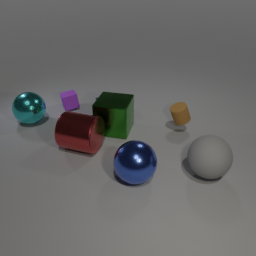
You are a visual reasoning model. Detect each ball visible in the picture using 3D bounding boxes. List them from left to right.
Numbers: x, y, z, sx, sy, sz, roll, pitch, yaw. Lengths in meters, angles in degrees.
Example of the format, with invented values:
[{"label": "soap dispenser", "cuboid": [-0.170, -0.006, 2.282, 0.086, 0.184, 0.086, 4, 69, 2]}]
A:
[{"label": "ball", "cuboid": [-4.264, -0.861, 12.102, 1.400, 1.400, 1.400, 0, 31, 0]}, {"label": "ball", "cuboid": [0.234, 1.088, 8.937, 1.400, 1.400, 1.400, 0, 31, 0]}, {"label": "ball", "cuboid": [2.606, 0.912, 8.926, 1.400, 1.400, 1.400, 0, 31, 0]}]

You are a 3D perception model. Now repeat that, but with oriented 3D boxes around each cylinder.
[{"label": "cylinder", "cuboid": [-1.769, 0.157, 10.436, 1.400, 1.400, 1.400, 10, 33, 16]}, {"label": "cylinder", "cuboid": [2.131, -0.587, 11.400, 0.700, 0.700, 0.700, -18, 34, 13]}]

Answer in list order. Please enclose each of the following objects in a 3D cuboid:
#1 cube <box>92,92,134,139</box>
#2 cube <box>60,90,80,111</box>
[{"label": "cube", "cuboid": [-0.574, -0.553, 11.618, 1.400, 1.400, 1.400, 7, 32, 12]}, {"label": "cube", "cuboid": [-2.792, -1.343, 13.425, 0.700, 0.700, 0.700, -19, 31, -16]}]
